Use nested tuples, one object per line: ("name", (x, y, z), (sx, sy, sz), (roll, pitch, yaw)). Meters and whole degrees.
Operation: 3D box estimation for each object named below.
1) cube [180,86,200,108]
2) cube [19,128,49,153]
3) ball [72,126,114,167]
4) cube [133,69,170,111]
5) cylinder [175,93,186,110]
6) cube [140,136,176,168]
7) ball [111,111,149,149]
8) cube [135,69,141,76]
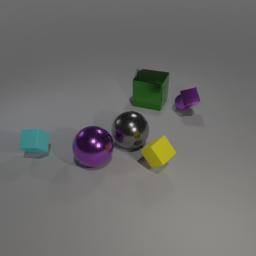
("cube", (2.696, -1.315, 12.133), (0.700, 0.700, 0.700), (-15, -6, 12))
("cube", (-3.267, 0.450, 9.786), (0.700, 0.700, 0.700), (-4, 73, 17))
("ball", (-1.178, 0.617, 9.480), (1.400, 1.400, 1.400), (0, 33, 0))
("cube", (1.093, -1.845, 13.330), (1.400, 1.400, 1.400), (11, 35, 17))
("cylinder", (2.573, -1.279, 12.987), (0.700, 0.700, 0.700), (12, 23, 18))
("cube", (0.979, 0.778, 9.121), (0.700, 0.700, 0.700), (-36, 3, -32))
("ball", (0.083, 0.072, 10.329), (1.400, 1.400, 1.400), (0, 33, 0))
("cube", (0.751, -2.774, 15.158), (0.700, 0.700, 0.700), (11, 15, -9))
